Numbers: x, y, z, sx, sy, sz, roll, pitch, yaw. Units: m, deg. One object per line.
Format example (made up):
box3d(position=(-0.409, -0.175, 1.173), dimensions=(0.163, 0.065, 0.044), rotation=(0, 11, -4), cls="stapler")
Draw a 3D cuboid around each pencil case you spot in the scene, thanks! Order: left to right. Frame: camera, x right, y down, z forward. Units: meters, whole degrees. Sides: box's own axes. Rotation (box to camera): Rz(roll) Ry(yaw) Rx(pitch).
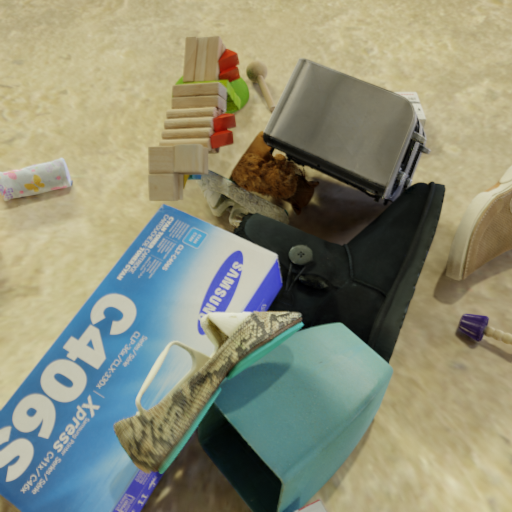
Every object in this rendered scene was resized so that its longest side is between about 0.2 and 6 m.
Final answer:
box3d(position=(-4.139, -1.433, 10.442), dimensions=(1.313, 0.546, 0.596), rotation=(-17, 35, -16), cls="pencil case")

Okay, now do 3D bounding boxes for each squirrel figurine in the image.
box3d(position=(0.338, -1.306, 9.843), dimensions=(1.453, 1.102, 1.557), rotation=(34, 16, -5), cls="squirrel figurine")

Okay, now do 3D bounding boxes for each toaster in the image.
box3d(position=(1.542, -2.030, 9.591), dimensions=(2.661, 1.579, 2.406), rotation=(28, 10, 19), cls="toaster")

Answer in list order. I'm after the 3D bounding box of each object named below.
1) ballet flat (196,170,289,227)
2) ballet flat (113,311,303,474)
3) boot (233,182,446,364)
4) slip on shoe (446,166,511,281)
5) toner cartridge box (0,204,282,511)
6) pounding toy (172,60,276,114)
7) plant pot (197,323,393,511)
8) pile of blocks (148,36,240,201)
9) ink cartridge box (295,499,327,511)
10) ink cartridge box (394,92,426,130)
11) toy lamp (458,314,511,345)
box3d(position=(-0.386, -0.902, 9.861), dimensions=(2.058, 0.738, 0.738), rotation=(28, 53, 25), cls="ballet flat")
box3d(position=(-0.514, 1.146, 5.876), dimensions=(0.885, 0.797, 2.350), rotation=(44, 65, 8), cls="ballet flat")
box3d(position=(1.157, -0.198, 8.650), dimensions=(2.845, 1.293, 3.386), rotation=(21, 62, 14), cls="boot")
box3d(position=(4.143, -0.539, 9.251), dimensions=(0.921, 1.156, 3.041), rotation=(25, 44, 33), cls="slip on shoe")
box3d(position=(-1.480, 1.351, 7.024), dimensions=(1.904, 0.865, 4.009), rotation=(25, 66, 20), cls="toner cartridge box")
box3d(position=(-0.776, -3.991, 12.444), dimensions=(2.281, 1.058, 1.761), rotation=(-7, 48, -6), cls="pounding toy")
box3d(position=(0.561, 1.881, 6.823), dimensions=(2.107, 1.489, 1.488), rotation=(-28, 53, -29), cls="plant pot")
box3d(position=(-0.800, -2.304, 9.844), dimensions=(1.161, 1.534, 3.736), rotation=(2, 58, 15), cls="pile of blocks")
box3d(position=(0.564, 3.121, 6.103), dimensions=(0.541, 0.745, 0.539), rotation=(-21, 53, -17), cls="ink cartridge box")
box3d(position=(3.108, -3.042, 11.982), dimensions=(0.787, 0.444, 1.072), rotation=(0, 47, 0), cls="ink cartridge box")
box3d(position=(3.640, 1.187, 8.018), dimensions=(1.430, 0.416, 0.416), rotation=(19, 49, 30), cls="toy lamp")
